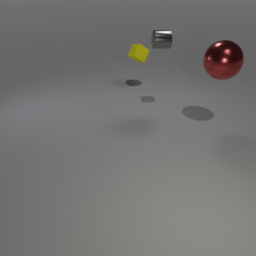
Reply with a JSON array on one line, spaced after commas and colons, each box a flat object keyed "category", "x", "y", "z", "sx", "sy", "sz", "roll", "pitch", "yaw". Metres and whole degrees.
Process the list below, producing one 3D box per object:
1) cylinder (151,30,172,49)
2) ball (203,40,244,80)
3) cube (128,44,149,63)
[{"category": "cylinder", "x": 1.330, "y": -3.499, "z": 11.080, "sx": 0.700, "sy": 0.700, "sz": 0.700, "roll": -2, "pitch": 28, "yaw": -7}, {"category": "ball", "x": 3.428, "y": -2.438, "z": 10.095, "sx": 1.400, "sy": 1.400, "sz": 1.400, "roll": 0, "pitch": 28, "yaw": 0}, {"category": "cube", "x": 0.540, "y": -3.862, "z": 14.452, "sx": 0.700, "sy": 0.700, "sz": 0.700, "roll": 22, "pitch": 2, "yaw": -36}]
